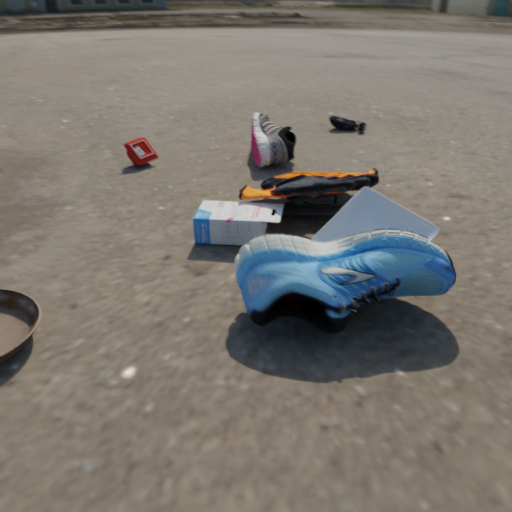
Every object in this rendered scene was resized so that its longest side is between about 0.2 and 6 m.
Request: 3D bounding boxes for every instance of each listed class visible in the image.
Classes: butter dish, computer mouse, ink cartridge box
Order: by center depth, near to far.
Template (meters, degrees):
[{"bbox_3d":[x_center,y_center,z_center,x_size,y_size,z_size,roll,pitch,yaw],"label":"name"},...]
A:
[{"bbox_3d":[-0.326,-0.654,11.233,1.698,0.576,0.977,3,28,8],"label":"ink cartridge box"},{"bbox_3d":[-3.208,-2.750,15.293,0.764,0.566,0.766,-33,84,-41],"label":"butter dish"},{"bbox_3d":[2.971,-4.284,18.443,1.244,0.328,0.861,17,31,8],"label":"computer mouse"}]

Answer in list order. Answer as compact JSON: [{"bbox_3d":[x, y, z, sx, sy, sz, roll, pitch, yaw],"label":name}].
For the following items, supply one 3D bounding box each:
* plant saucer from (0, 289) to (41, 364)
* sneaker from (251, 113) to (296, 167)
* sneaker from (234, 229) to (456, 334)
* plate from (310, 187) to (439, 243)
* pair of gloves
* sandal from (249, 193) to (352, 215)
[{"bbox_3d":[-4.233,1.146,8.113,2.156,0.346,2.156,0,29,0],"label":"plant saucer"},{"bbox_3d":[0.490,-3.283,15.812,1.203,1.015,2.751,-1,32,-5],"label":"sneaker"},{"bbox_3d":[1.376,0.573,8.590,3.371,1.321,1.516,-4,53,0],"label":"sneaker"},{"bbox_3d":[2.108,-0.296,10.090,1.688,0.273,1.684,36,71,28],"label":"plate"},{"bbox_3d":[1.272,-1.659,12.380,2.842,0.394,3.190,-3,12,13],"label":"pair of gloves"},{"bbox_3d":[0.978,-1.178,12.068,2.336,0.500,0.888,-1,13,-1],"label":"sandal"}]
